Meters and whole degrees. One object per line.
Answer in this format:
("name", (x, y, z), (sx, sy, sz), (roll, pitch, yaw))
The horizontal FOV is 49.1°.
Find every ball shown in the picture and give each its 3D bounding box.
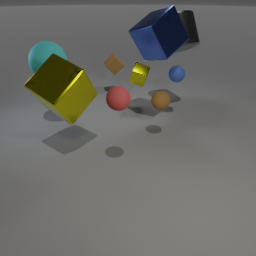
("ball", (2.067, -2.287, 11.862), (0.700, 0.700, 0.700), (0, 27, 0))
("ball", (-0.275, -0.833, 7.927), (0.700, 0.700, 0.700), (0, 27, 0))
("ball", (-3.027, -2.546, 10.586), (1.400, 1.400, 1.400), (0, 27, 0))
("ball", (1.210, -1.017, 10.369), (0.700, 0.700, 0.700), (0, 27, 0))

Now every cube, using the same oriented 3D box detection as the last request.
("cube", (-2.076, -1.217, 8.926), (1.400, 1.400, 1.400), (32, 76, 24))
("cube", (0.534, -2.440, 12.816), (0.700, 0.700, 0.700), (21, 51, 1))
("cube", (-0.758, -3.386, 14.887), (0.700, 0.700, 0.700), (-42, 32, 10))
("cube", (1.173, -3.557, 10.694), (1.400, 1.400, 1.400), (-45, 30, -18))

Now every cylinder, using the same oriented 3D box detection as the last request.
("cylinder", (2.276, -4.136, 12.127), (1.400, 1.400, 1.400), (-13, 4, 1))
